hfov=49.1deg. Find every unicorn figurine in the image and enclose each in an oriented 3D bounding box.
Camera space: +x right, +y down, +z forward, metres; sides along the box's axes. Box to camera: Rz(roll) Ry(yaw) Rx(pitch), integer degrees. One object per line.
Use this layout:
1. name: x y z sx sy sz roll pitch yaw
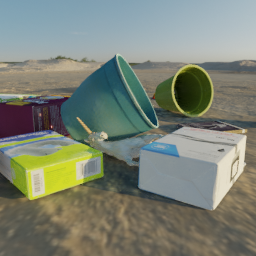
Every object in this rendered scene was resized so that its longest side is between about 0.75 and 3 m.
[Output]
1. unicorn figurine: 0.112 0.410 6.535 1.573 0.846 2.290 8 -3 41

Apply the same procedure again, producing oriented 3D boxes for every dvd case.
1. dvd case: 2.742 0.009 9.330 1.847 0.148 1.373 -5 15 -19

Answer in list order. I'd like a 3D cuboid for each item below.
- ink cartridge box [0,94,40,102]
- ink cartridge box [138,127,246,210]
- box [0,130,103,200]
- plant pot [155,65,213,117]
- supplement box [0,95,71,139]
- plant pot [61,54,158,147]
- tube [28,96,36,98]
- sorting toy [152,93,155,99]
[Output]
1. ink cartridge box: -4.751 -0.683 10.278 2.108 1.081 2.853 2 10 10
2. ink cartridge box: 1.439 0.578 5.609 1.426 0.821 2.462 9 16 32
3. box: -1.877 0.604 5.936 1.564 0.611 2.566 -12 18 -40
4. plant pot: 2.231 -1.503 12.307 2.141 2.141 2.033 -7 2 -26
5. supplement box: -2.537 -0.320 8.535 1.477 1.165 2.257 7 15 26
6. plant pot: -0.565 -0.507 7.202 1.947 2.072 2.072 -27 8 14
7. tube: -4.253 -1.099 13.287 0.814 0.529 2.101 -23 28 -28
8. sorting toy: 1.889 -1.956 16.906 1.018 0.351 0.353 -9 16 -30
